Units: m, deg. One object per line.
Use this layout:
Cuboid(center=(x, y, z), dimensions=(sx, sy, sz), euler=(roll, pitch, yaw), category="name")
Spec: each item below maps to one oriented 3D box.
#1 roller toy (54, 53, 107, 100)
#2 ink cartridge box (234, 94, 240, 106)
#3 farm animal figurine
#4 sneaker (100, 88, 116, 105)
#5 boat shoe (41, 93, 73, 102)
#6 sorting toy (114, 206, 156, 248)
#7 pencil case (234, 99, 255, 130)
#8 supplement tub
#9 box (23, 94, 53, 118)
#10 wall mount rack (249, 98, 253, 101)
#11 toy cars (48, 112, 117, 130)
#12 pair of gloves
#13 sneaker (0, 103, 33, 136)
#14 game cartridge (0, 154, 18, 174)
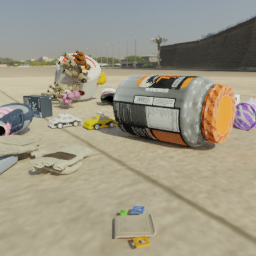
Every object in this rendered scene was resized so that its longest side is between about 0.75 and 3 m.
Cuboid(center=(-2.774, -2.899, 15.557), dimensions=(2.661, 1.859, 2.427), euler=(41, 47, 20), category="roller toy")
Cuboid(center=(4.917, -1.397, 14.136), dimensions=(0.947, 0.552, 1.308), euler=(12, 17, 41), category="ink cartridge box")
Cuboid(center=(-2.677, -2.245, 13.642), dimensions=(2.167, 2.683, 1.349), euler=(9, -10, 43), category="farm animal figurine")
Cuboid(center=(-0.323, -1.429, 14.112), dimensions=(2.305, 0.926, 0.995), euler=(-1, 30, 12), category="sneaker")
Cuboid(center=(-3.893, -1.723, 15.569), dimensions=(1.912, 0.545, 0.639), euler=(-8, 15, -30), category="boat shoe")
Cuboid(center=(0.080, 1.263, 3.535), dimensions=(0.504, 0.122, 0.895), euler=(-5, 13, -2), category="sorting toy")
Cuboid(center=(4.510, -0.499, 9.566), dimensions=(2.288, 0.960, 0.978), euler=(-10, 61, -36), category="pencil case")
Cuboid(center=(1.176, -0.507, 7.490), dimensions=(2.918, 1.788, 1.788), euler=(11, 17, 38), category="supplement tub")
Cuboid(center=(-3.655, -0.899, 11.355), dimensions=(1.110, 0.824, 0.594), euler=(8, 16, 33), category="box")
Cuboid(center=(4.860, -0.792, 11.237), dimensions=(1.548, 0.664, 1.781), euler=(-7, 16, -27), category="wall mount rack")
Cuboid(center=(-1.530, -0.294, 9.415), dimensions=(2.321, 0.514, 1.041), euler=(2, 12, 7), category="toy cars")
Cuboid(center=(-1.868, 0.539, 5.878), dimensions=(1.978, 0.347, 1.682), euler=(12, 9, 7), category="pair of gloves")
Cuboid(center=(-3.248, 0.009, 7.227), dimensions=(1.143, 0.978, 2.787), euler=(5, 22, 25), category="sneaker")
Cuboid(center=(-3.117, 0.732, 5.499), dimensions=(1.509, 0.313, 1.005), euler=(2, 17, 6), category="game cartridge")
